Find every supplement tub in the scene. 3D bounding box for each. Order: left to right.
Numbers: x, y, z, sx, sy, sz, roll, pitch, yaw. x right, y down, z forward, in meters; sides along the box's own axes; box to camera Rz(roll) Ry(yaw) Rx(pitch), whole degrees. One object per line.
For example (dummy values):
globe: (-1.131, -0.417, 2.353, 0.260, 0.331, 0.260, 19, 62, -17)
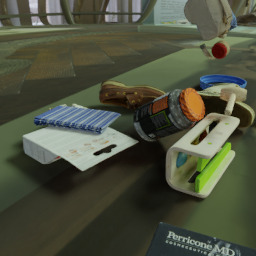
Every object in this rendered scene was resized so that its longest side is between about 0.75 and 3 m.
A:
supplement tub: (1.148, -0.375, 7.974, 1.864, 1.142, 1.142, -22, 5, 43)

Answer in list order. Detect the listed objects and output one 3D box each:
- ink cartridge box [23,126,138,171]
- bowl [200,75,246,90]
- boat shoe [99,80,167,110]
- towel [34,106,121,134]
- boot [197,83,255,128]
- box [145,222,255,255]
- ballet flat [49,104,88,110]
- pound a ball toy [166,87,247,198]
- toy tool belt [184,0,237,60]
ink cartridge box: (-1.296, 0.496, 7.629, 2.527, 0.597, 2.022, 22, 31, 36)
bowl: (4.468, -2.071, 13.278, 2.099, 0.412, 2.099, 0, 25, 0)
boat shoe: (0.201, -1.101, 10.816, 2.716, 0.978, 0.917, 10, 59, 2)
towel: (-1.524, -0.288, 8.596, 2.239, 0.267, 1.621, 8, 22, 15)
boot: (3.654, -0.946, 10.207, 2.158, 1.005, 2.790, -19, 29, -35)
box: (1.181, 2.505, 2.244, 2.847, 1.482, 2.593, 10, 26, 19)
ballet flat: (-2.076, -0.620, 10.086, 1.586, 0.495, 0.535, -13, 28, -25)
pound a ball toy: (1.933, 0.128, 6.933, 1.182, 1.814, 2.782, 14, 29, 31)
toy tool belt: (2.825, -3.395, 8.817, 1.334, 2.171, 1.356, -37, 14, -33)
